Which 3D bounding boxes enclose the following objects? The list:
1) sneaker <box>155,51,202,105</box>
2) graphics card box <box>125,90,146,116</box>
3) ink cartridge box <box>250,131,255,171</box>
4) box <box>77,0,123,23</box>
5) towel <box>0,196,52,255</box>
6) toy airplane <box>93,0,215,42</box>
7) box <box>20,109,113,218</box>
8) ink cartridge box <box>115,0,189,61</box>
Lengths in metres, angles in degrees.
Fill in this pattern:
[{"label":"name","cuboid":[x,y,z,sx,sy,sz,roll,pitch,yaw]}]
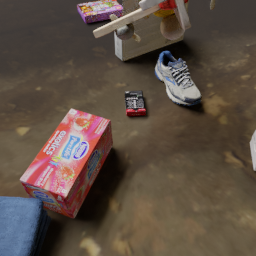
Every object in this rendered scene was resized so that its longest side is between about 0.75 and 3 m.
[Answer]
[{"label":"sneaker","cuboid":[1.527,-1.605,8.774,0.865,0.956,2.244,-21,53,-18]},{"label":"graphics card box","cuboid":[0.202,-0.757,8.509,0.573,0.232,0.914,-4,50,-3]},{"label":"ink cartridge box","cuboid":[3.868,0.502,6.897,1.332,0.973,0.978,8,48,7]},{"label":"box","cuboid":[-1.216,-5.195,12.327,1.776,0.347,1.215,-17,51,-15]},{"label":"towel","cuboid":[-2.608,2.724,5.135,1.648,0.716,2.952,5,50,5]},{"label":"toy airplane","cuboid":[0.930,-2.817,6.289,2.799,1.975,2.787,15,58,37]},{"label":"box","cuboid":[-1.304,0.756,6.601,1.129,1.081,2.265,16,51,14]},{"label":"ink cartridge box","cuboid":[0.848,-3.867,9.766,2.812,2.440,0.612,-25,53,-20]}]
